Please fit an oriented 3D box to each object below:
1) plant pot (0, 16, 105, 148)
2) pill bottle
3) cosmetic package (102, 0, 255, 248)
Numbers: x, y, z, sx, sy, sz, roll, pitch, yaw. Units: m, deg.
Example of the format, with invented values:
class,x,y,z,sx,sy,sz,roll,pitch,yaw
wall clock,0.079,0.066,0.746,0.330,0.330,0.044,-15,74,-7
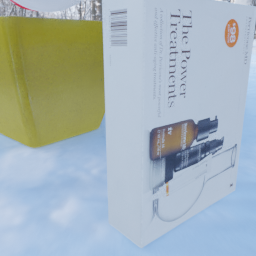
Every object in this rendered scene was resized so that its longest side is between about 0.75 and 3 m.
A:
class,x,y,z,sx,sy,sz,roll,pitch,yaw
plant pot,-2.093,-1.203,6.850,2.995,2.642,2.996,15,23,39
pill bottle,-1.251,-2.249,3.783,1.263,1.263,2.249,-7,24,-21
cosmetic package,0.701,-0.164,3.544,2.007,2.662,0.688,-15,23,-40
